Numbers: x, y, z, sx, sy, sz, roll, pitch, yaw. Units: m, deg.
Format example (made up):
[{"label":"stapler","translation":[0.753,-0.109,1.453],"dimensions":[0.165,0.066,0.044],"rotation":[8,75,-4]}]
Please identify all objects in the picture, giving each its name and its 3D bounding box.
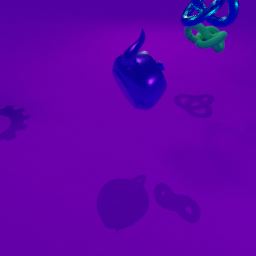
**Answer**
[{"label":"teapot","translation":[0.262,-0.976,5.217],"dimensions":[0.902,1.843,1.146],"rotation":[-33,55,-4]},{"label":"knot shape","translation":[2.449,-2.702,8.410],"dimensions":[1.290,0.637,1.379],"rotation":[-2,32,-37]},{"label":"knot shape","translation":[1.498,-2.207,4.966],"dimensions":[1.024,1.094,0.506],"rotation":[39,23,25]}]
